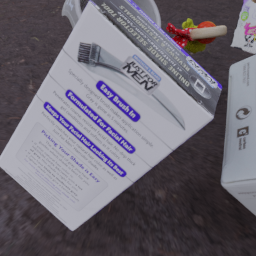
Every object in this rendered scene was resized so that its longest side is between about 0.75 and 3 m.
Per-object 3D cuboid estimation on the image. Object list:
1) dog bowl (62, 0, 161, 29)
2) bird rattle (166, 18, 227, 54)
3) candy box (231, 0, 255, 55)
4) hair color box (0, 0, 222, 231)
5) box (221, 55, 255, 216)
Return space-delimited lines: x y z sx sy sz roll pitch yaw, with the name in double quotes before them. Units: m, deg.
"dog bowl" -0.304 -2.651 6.868 2.521 0.739 2.521 7 73 -24
"bird rattle" 1.365 -1.904 5.522 1.088 0.752 1.334 0 11 26
"candy box" 3.163 -2.471 5.913 0.677 1.891 1.587 -1 27 -20
"hair color box" -0.411 0.020 3.522 1.514 2.769 0.897 43 37 -3
"box" 2.598 0.076 3.585 2.116 1.813 2.106 -19 43 42
